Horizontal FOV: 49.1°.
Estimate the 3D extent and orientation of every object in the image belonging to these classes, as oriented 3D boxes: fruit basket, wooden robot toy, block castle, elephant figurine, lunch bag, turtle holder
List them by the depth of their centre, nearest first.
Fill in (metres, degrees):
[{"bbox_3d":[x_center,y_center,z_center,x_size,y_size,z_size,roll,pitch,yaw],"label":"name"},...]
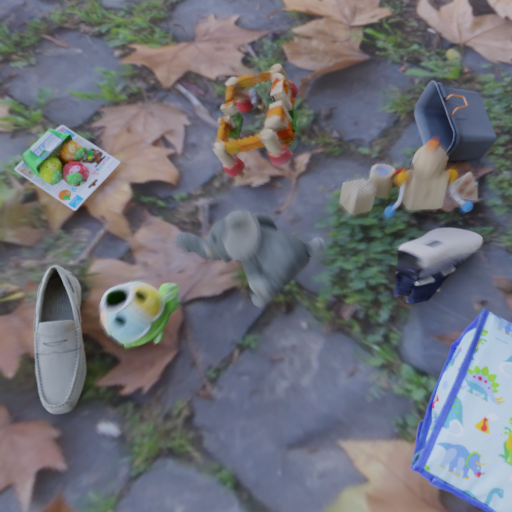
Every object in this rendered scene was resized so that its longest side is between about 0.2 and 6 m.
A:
[{"bbox_3d":[4.065,2.769,8.986,2.438,1.827,2.867,26,56,13],"label":"lunch bag"},{"bbox_3d":[-2.109,1.007,10.062,1.468,1.043,1.116,3,60,28],"label":"turtle holder"},{"bbox_3d":[-0.199,-0.242,10.344,1.657,1.511,2.136,-40,81,-23],"label":"elephant figurine"},{"bbox_3d":[3.229,-1.731,11.318,3.079,1.397,1.356,-4,39,-7],"label":"wooden robot toy"},{"bbox_3d":[-4.070,-1.968,12.083,1.655,0.776,1.533,32,67,12],"label":"fruit basket"},{"bbox_3d":[0.070,-2.902,12.211,1.573,1.104,2.353,-9,56,26],"label":"block castle"}]

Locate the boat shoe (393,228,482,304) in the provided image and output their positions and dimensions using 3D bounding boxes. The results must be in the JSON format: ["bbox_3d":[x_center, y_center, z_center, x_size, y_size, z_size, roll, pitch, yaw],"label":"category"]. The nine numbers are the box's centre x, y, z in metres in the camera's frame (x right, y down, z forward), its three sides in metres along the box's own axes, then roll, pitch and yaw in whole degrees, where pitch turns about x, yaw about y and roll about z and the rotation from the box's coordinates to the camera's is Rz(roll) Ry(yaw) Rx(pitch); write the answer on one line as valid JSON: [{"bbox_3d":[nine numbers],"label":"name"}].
[{"bbox_3d":[3.518,0.176,10.995,2.325,1.078,0.868,-14,31,-35],"label":"boat shoe"}]

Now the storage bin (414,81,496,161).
[{"bbox_3d":[4.481,-2.973,12.420,1.202,1.302,1.789,-2,62,-13],"label":"storage bin"}]

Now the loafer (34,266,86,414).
[{"bbox_3d":[-3.626,1.465,10.158,0.943,0.941,2.698,-10,63,-5],"label":"loafer"}]
